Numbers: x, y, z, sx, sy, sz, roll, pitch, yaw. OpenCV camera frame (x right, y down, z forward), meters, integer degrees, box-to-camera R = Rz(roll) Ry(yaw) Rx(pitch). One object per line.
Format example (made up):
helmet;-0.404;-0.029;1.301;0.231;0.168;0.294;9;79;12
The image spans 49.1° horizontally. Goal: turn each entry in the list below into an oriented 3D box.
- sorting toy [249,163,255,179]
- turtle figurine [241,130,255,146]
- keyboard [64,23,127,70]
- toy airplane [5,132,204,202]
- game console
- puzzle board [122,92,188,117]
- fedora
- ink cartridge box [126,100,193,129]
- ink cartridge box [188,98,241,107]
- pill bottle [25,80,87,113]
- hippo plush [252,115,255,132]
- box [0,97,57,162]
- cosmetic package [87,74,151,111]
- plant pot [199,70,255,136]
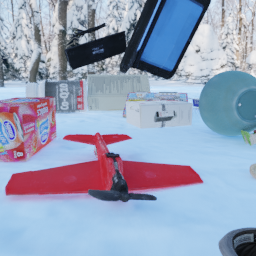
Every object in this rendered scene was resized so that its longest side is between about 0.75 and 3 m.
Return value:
sorting toy;3.088;0.687;4.201;1.673;0.330;1.808;-6;12;-32
turtle figurine;3.280;-0.148;6.397;1.313;1.354;0.974;-19;32;10
keyboard;-1.258;-3.340;11.001;2.555;1.624;0.263;-22;50;-14
toy airplane;-0.324;0.516;4.563;2.930;0.539;2.930;2;10;0
game console;1.098;-2.603;7.458;1.594;2.739;2.409;24;21;-2
puzzle board;1.190;-1.030;11.666;2.623;0.228;1.977;2;36;7
fedora;1.038;1.057;2.017;0.749;0.383;0.847;2;4;2
ink cartridge box;1.006;-0.498;9.428;1.871;0.775;1.373;-4;11;-19
ink cartridge box;4.543;-1.178;13.885;2.534;0.596;2.505;-8;15;-31
pill bottle;-3.122;-1.389;12.453;2.554;1.455;1.455;-3;11;-10
hippo plush;3.967;-0.588;8.387;1.317;1.329;1.653;-4;11;-19
box;-2.383;-0.076;6.236;1.049;1.095;2.197;0;10;1
cosmetic package;-0.449;-1.697;13.403;2.941;1.045;1.547;0;54;-5
plant pot;2.812;-0.586;7.027;1.758;1.758;1.184;-1;8;-4
